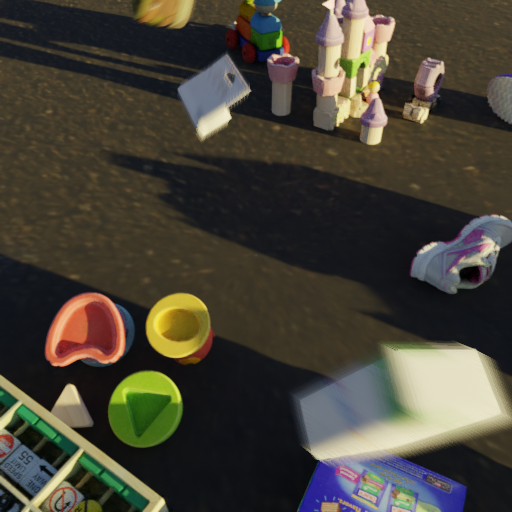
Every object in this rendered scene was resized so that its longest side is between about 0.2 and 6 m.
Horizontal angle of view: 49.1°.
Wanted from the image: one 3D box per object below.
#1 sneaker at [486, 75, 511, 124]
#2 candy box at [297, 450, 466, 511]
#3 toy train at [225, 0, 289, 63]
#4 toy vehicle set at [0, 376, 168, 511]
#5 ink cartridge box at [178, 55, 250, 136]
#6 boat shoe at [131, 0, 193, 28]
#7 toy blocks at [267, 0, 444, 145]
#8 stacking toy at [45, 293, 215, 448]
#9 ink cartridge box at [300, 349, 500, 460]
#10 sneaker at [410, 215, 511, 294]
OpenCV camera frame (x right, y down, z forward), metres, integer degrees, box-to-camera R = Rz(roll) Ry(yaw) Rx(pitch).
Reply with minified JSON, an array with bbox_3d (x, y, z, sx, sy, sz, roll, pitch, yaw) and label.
[{"bbox_3d":[5.981,-3.069,11.348,2.487,0.865,1.237,31,46,23],"label":"sneaker"},{"bbox_3d":[1.022,2.684,5.176,1.405,0.640,1.662,20,45,18],"label":"candy box"},{"bbox_3d":[-0.211,-6.038,13.937,1.151,1.573,2.719,-18,46,-20],"label":"toy train"},{"bbox_3d":[-2.624,2.404,5.526,3.021,0.400,1.877,25,54,25],"label":"toy vehicle set"},{"bbox_3d":[-0.638,-2.516,8.740,0.975,0.248,1.107,-32,52,7],"label":"ink cartridge box"},{"bbox_3d":[-1.329,-4.856,8.579,0.866,2.548,0.917,-11,31,-43],"label":"boat shoe"},{"bbox_3d":[2.098,-4.082,11.148,2.952,2.485,2.759,26,48,26],"label":"toy blocks"},{"bbox_3d":[-1.510,1.366,6.812,1.958,0.827,1.773,4,70,10],"label":"stacking toy"},{"bbox_3d":[1.042,1.146,4.277,0.868,1.194,0.522,5,58,-32],"label":"ink cartridge box"},{"bbox_3d":[3.117,0.053,8.045,1.773,0.721,0.782,-27,50,-15],"label":"sneaker"}]
